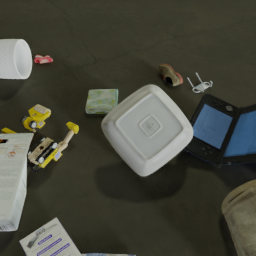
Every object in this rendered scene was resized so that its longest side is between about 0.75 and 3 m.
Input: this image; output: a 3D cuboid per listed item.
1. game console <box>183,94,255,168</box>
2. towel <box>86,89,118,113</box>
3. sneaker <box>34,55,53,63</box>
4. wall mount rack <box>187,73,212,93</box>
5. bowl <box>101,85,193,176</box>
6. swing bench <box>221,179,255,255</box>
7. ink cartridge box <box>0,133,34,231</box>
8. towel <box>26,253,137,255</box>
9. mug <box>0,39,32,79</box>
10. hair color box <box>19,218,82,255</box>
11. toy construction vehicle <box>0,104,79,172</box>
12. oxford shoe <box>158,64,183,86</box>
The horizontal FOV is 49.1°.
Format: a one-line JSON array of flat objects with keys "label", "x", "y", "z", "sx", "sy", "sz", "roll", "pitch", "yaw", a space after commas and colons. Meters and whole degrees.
[{"label": "game console", "x": 2.950, "y": -0.155, "z": 8.258, "sx": 2.004, "sy": 1.389, "sz": 2.348, "roll": 28, "pitch": 60, "yaw": 10}, {"label": "towel", "x": -0.953, "y": -1.020, "z": 10.428, "sx": 1.144, "sy": 0.322, "sz": 1.336, "roll": 1, "pitch": 42, "yaw": 0}, {"label": "sneaker", "x": -3.855, "y": -3.074, "z": 12.785, "sx": 0.901, "sy": 0.332, "sz": 0.391, "roll": 6, "pitch": 56, "yaw": 12}, {"label": "wall mount rack", "x": 2.878, "y": -1.823, "z": 11.291, "sx": 0.970, "sy": 0.362, "sz": 0.843, "roll": -31, "pitch": 50, "yaw": -31}, {"label": "bowl", "x": 0.562, "y": -0.014, "z": 7.813, "sx": 2.190, "sy": 0.818, "sz": 2.193, "roll": -38, "pitch": 83, "yaw": -7}, {"label": "swing bench", "x": 3.435, "y": 2.290, "z": 5.922, "sx": 2.204, "sy": 1.430, "sz": 2.192, "roll": -2, "pitch": 43, "yaw": -3}, {"label": "ink cartridge box", "x": -3.845, "y": 1.348, "z": 7.496, "sx": 2.257, "sy": 0.666, "sz": 2.819, "roll": -2, "pitch": 43, "yaw": -1}, {"label": "towel", "x": -1.019, "y": 3.388, "z": 5.538, "sx": 2.553, "sy": 0.304, "sz": 1.875, "roll": 1, "pitch": 41, "yaw": 2}, {"label": "mug", "x": -5.148, "y": -2.867, "z": 11.754, "sx": 1.883, "sy": 1.585, "sz": 2.147, "roll": 1, "pitch": 11, "yaw": 5}, {"label": "hair color box", "x": -1.443, "y": 2.777, "z": 5.764, "sx": 0.891, "sy": 0.529, "sz": 1.631, "roll": -29, "pitch": 52, "yaw": -26}, {"label": "toy construction vehicle", "x": -2.913, "y": 0.403, "z": 8.598, "sx": 2.004, "sy": 0.810, "sz": 2.301, "roll": 20, "pitch": 53, "yaw": 24}, {"label": "oxford shoe", "x": 1.639, "y": -2.226, "z": 11.650, "sx": 0.533, "sy": 0.502, "sz": 1.424, "roll": -27, "pitch": 47, "yaw": -19}]
